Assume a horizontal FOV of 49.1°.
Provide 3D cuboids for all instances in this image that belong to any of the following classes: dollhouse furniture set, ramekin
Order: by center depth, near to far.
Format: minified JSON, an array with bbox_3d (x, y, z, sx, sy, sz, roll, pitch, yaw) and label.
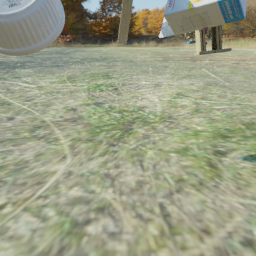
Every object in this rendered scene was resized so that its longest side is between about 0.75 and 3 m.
[{"bbox_3d":[-2.097,-2.300,5.239,1.681,1.681,0.883,0,-22,-1],"label":"ramekin"},{"bbox_3d":[2.465,-2.801,8.739,0.995,1.001,1.420,-7,11,-2],"label":"dollhouse furniture set"}]

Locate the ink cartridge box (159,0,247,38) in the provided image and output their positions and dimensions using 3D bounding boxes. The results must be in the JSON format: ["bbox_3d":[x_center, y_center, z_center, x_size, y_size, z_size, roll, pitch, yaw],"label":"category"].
[{"bbox_3d":[1.736,-3.191,7.039,2.261,1.302,0.767,-2,-28,35],"label":"ink cartridge box"}]

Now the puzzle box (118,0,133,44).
[{"bbox_3d":[-0.001,-3.072,6.914,0.231,1.208,1.816,8,48,-3],"label":"puzzle box"}]
